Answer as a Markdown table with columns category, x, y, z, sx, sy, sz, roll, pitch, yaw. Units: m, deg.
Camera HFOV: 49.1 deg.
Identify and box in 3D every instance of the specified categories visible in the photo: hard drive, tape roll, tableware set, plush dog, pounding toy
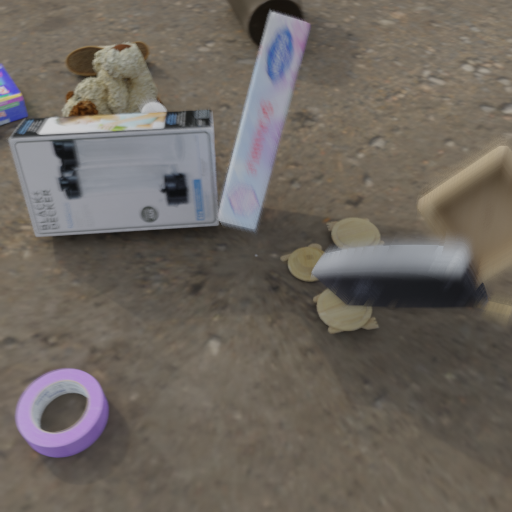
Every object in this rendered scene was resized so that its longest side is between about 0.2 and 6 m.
| category | x | y | z | sx | sy | sz | roll | pitch | yaw |
| --- | --- | --- | --- | --- | --- | --- | --- | --- | --- |
| hard drive | 2.043 | 0.322 | 7.961 | 2.153 | 1.452 | 0.456 | -3 | 64 | 34 |
| tape roll | -2.809 | 2.274 | 8.163 | 1.204 | 0.395 | 1.204 | 0 | 50 | 0 |
| tableware set | 1.675 | 0.290 | 9.937 | 1.999 | 0.278 | 2.393 | -21 | 52 | -16 |
| plush dog | -3.296 | -3.427 | 12.439 | 2.102 | 1.964 | 2.448 | -32 | 27 | -8 |
| pounding toy | 3.349 | -0.128 | 8.727 | 2.123 | 2.417 | 1.106 | 55 | 21 | 1 |

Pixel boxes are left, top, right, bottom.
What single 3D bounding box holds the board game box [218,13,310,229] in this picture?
| category | x | y | z | sx | sy | sz | roll | pitch | yaw |
| --- | --- | --- | --- | --- | --- | --- | --- | --- | --- |
| board game box | 0.057 | -2.198 | 9.396 | 0.620 | 3.004 | 3.012 | 15 | 14 | -4 |

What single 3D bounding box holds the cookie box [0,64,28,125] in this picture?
| category | x | y | z | sx | sy | sz | roll | pitch | yaw |
| --- | --- | --- | --- | --- | --- | --- | --- | --- | --- |
| cookie box | -6.313 | -3.676 | 13.065 | 1.397 | 0.614 | 1.633 | -26 | 55 | -22 |

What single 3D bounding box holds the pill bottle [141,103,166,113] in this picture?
| category | x | y | z | sx | sy | sz | roll | pitch | yaw |
| --- | --- | --- | --- | --- | --- | --- | --- | --- | --- |
| pill bottle | -2.042 | -2.592 | 11.011 | 0.498 | 0.873 | 0.498 | 4 | 76 | -15 |

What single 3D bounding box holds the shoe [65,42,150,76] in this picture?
| category | x | y | z | sx | sy | sz | roll | pitch | yaw |
| --- | --- | --- | --- | --- | --- | --- | --- | --- | --- |
| shoe | -3.746 | -4.972 | 14.272 | 2.116 | 0.740 | 0.565 | -10 | 7 | -6 |

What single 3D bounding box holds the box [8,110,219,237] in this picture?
| category | x | y | z | sx | sy | sz | roll | pitch | yaw |
| --- | --- | --- | --- | --- | --- | --- | --- | --- | --- |
| box | -2.429 | -1.488 | 10.204 | 3.406 | 1.986 | 1.024 | -3 | 33 | -3 |

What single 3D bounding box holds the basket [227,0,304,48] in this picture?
| category | x | y | z | sx | sy | sz | roll | pitch | yaw |
| --- | --- | --- | --- | --- | --- | --- | --- | --- | --- |
| basket | 0.245 | -7.066 | 15.106 | 1.835 | 2.433 | 2.698 | 17 | 46 | -40 |
